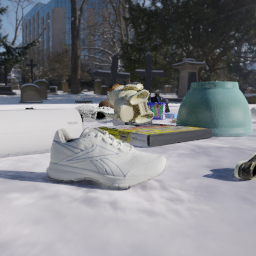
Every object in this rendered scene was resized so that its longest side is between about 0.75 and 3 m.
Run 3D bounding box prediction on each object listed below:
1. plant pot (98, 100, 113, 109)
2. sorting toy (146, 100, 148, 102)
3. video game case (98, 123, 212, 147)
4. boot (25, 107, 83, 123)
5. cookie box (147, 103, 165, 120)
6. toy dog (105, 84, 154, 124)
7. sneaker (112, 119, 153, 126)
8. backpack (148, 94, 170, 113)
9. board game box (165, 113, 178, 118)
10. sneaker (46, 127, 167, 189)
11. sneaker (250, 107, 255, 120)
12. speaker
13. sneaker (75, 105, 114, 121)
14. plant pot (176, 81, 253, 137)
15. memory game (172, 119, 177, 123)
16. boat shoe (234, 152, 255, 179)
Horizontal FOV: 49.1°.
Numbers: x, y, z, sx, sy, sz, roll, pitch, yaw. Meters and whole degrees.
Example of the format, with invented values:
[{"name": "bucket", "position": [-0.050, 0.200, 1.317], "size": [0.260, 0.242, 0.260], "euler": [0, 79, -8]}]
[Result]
[{"name": "plant pot", "position": [-1.059, -0.970, 16.220], "size": [1.052, 1.052, 1.126], "euler": [-4, 22, -33]}, {"name": "sorting toy", "position": [0.265, -0.878, 14.327], "size": [1.666, 0.403, 2.958], "euler": [-33, 5, -1]}, {"name": "video game case", "position": [0.810, 0.144, 8.616], "size": [2.638, 0.336, 2.384], "euler": [-4, 7, -39]}, {"name": "boot", "position": [-2.404, -0.260, 9.323], "size": [1.955, 0.888, 2.326], "euler": [-7, 0, -26]}, {"name": "cookie box", "position": [1.462, -0.927, 15.429], "size": [1.105, 0.945, 0.415], "euler": [2, 3, 22]}, {"name": "toy dog", "position": [-0.089, -0.864, 9.652], "size": [1.643, 1.183, 1.695], "euler": [-30, 36, -4]}, {"name": "sneaker", "position": [0.288, -0.307, 11.250], "size": [1.661, 0.624, 0.955], "euler": [-1, 8, 24]}, {"name": "backpack", "position": [1.964, -1.378, 17.954], "size": [1.047, 1.303, 1.424], "euler": [-20, -17, 33]}, {"name": "board game box", "position": [2.787, -0.770, 16.924], "size": [1.539, 0.282, 1.164], "euler": [-6, 9, -45]}, {"name": "sneaker", "position": [-0.361, 0.408, 4.147], "size": [1.879, 0.818, 0.700], "euler": [2, 6, 12]}, {"name": "sneaker", "position": [7.207, -0.572, 13.564], "size": [2.439, 0.918, 1.079], "euler": [-5, 22, -13]}, {"name": "speaker", "position": [-2.315, 0.095, 6.105], "size": [2.494, 1.013, 1.013], "euler": [-5, 8, -32]}, {"name": "sneaker", "position": [-1.928, -0.731, 14.546], "size": [2.308, 0.867, 0.936], "euler": [0, 15, 10]}, {"name": "plant pot", "position": [3.042, -0.747, 10.006], "size": [2.690, 1.802, 2.690], "euler": [0, 7, 0]}, {"name": "memory game", "position": [3.248, -0.346, 13.852], "size": [2.143, 0.137, 2.143], "euler": [0, 7, 0]}, {"name": "boat shoe", "position": [2.074, 0.621, 4.524], "size": [0.927, 0.330, 0.279], "euler": [-14, 17, -39]}]
